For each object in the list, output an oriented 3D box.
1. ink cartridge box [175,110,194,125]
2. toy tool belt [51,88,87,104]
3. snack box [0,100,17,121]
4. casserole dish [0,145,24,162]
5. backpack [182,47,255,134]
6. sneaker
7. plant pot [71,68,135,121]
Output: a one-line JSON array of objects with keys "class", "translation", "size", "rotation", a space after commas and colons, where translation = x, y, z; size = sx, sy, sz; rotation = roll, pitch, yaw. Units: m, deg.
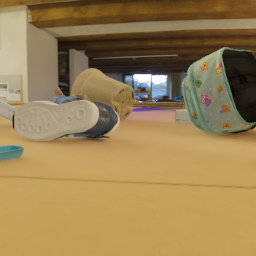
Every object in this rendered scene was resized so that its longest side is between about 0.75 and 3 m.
[{"class": "ink cartridge box", "translation": [2.759, -0.493, 12.060], "size": [0.999, 0.564, 1.360], "rotation": [6, 8, 33]}, {"class": "toy tool belt", "translation": [-2.423, -0.980, 12.057], "size": [2.498, 1.535, 1.560], "rotation": [6, 9, 41]}, {"class": "snack box", "translation": [-4.713, -0.704, 10.653], "size": [1.920, 0.509, 1.365], "rotation": [30, -5, -25]}, {"class": "casserole dish", "translation": [-2.478, 0.496, 5.269], "size": [0.641, 0.205, 1.058], "rotation": [5, 8, 37]}, {"class": "backpack", "translation": [3.041, -1.095, 8.845], "size": [2.293, 2.630, 2.992], "rotation": [-15, -4, 36]}, {"class": "sneaker", "translation": [-1.583, -0.141, 7.919], "size": [2.706, 1.090, 1.981], "rotation": [-5, -8, 23]}, {"class": "plant pot", "translation": [-1.056, -1.443, 13.718], "size": [2.361, 2.579, 2.579], "rotation": [20, 17, 35]}]
